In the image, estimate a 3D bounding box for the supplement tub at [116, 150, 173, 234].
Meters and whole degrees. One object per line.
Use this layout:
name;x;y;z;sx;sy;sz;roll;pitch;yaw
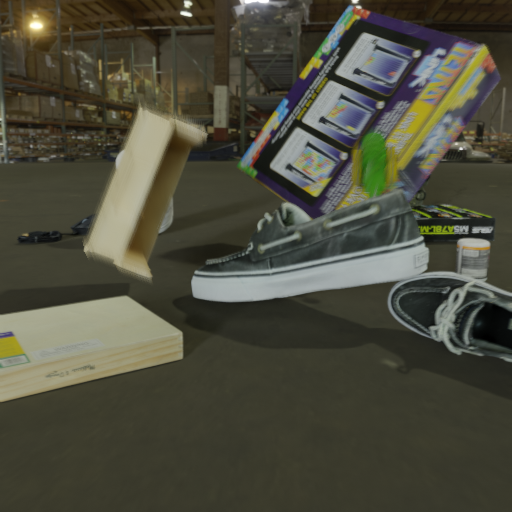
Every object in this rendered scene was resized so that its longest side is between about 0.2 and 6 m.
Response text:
supplement tub;-2.416;-1.441;12.279;1.156;1.752;1.156;4;47;-4

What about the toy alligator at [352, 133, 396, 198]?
toy alligator;1.762;-1.308;8.364;0.644;0.589;2.172;-2;38;12

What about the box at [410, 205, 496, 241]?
box;3.764;-0.791;12.954;2.461;0.605;2.548;1;11;-4

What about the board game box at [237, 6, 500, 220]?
board game box;1.886;-2.399;10.379;3.204;3.876;1.099;42;8;40

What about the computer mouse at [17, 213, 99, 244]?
computer mouse;-4.184;-0.656;12.662;0.759;0.441;2.590;9;15;31

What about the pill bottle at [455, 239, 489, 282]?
pill bottle;3.135;0.149;8.153;0.442;0.760;0.442;0;12;0

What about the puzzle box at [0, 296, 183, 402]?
puzzle box;-2.195;0.912;5.677;2.459;0.313;1.636;-8;15;-31

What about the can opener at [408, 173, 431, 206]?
can opener;3.646;-1.884;12.534;0.423;1.587;0.531;4;21;-9

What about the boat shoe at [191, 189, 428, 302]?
boat shoe;0.527;-0.120;7.173;3.267;1.159;1.178;-11;1;29

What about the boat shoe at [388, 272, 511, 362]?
boat shoe;2.171;0.663;5.723;0.729;0.788;2.133;-1;15;-43

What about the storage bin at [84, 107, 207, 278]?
storage bin;-1.532;-0.853;7.673;0.915;1.953;1.939;22;0;-15
